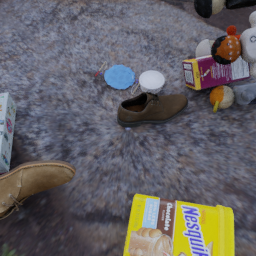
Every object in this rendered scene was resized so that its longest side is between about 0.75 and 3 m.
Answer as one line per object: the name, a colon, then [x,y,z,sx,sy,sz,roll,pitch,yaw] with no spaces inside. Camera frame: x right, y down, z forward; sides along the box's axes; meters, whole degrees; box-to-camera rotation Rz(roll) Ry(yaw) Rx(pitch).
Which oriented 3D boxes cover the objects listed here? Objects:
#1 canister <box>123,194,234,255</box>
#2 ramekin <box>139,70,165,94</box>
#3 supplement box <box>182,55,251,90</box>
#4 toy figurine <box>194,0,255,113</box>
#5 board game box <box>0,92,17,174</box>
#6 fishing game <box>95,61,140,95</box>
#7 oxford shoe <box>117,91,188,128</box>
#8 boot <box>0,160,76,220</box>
canister: [1.047,2.290,5.898,2.087,0.903,1.550,8,58,7]
ramekin: [0.717,-1.365,8.555,0.769,0.358,0.769,0,57,-1]
supplement box: [2.532,-1.711,8.154,1.603,0.827,1.049,-12,15,-2]
toy figurine: [2.933,-2.166,7.604,2.043,2.936,2.890,-5,60,9]
board game box: [-3.892,0.177,7.332,1.596,0.695,2.163,-8,58,-1]
fishing game: [-0.264,-1.593,8.806,1.393,0.217,0.997,24,60,6]
oxford shoe: [0.738,-0.612,7.769,2.112,0.891,0.767,-16,57,-12]
boot: [-2.380,1.438,6.135,2.670,0.983,1.007,-16,48,8]
